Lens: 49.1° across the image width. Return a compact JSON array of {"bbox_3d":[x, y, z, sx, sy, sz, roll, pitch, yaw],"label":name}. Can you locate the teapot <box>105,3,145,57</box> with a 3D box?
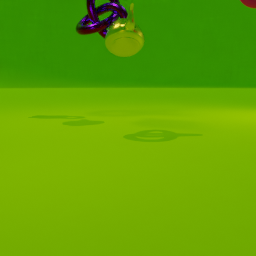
[{"bbox_3d":[-0.095,-2.822,8.456,1.204,0.948,1.937,3,-23,-14],"label":"teapot"}]

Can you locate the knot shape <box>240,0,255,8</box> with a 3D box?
[{"bbox_3d":[2.609,-3.632,6.409,1.696,1.587,0.784,18,-40,-24],"label":"knot shape"}]

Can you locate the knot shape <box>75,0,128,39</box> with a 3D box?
[{"bbox_3d":[-0.763,-3.866,9.916,1.890,2.020,0.933,34,-2,11],"label":"knot shape"}]
